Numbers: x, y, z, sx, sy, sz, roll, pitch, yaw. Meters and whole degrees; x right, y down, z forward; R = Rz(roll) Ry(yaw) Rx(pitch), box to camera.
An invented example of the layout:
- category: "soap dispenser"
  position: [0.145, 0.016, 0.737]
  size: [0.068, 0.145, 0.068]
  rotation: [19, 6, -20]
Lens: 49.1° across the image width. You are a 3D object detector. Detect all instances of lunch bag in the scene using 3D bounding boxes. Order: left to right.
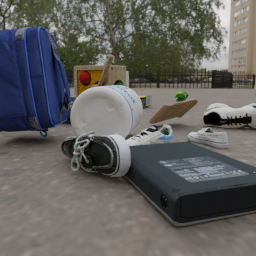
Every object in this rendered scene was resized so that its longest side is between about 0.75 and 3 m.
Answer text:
- category: "lunch bag"
  position: [-2.388, -1.068, 6.927]
  size: [1.761, 2.661, 1.808]
  rotation: [-8, 9, 2]

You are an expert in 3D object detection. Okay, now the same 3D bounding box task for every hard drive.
- category: "hard drive"
  position: [0.839, 0.633, 4.173]
  size: [1.599, 0.377, 2.292]
  rotation: [-3, 11, -19]

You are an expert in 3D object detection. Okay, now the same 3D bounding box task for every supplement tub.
- category: "supplement tub"
  position: [-0.427, -0.356, 6.922]
  size: [1.389, 1.389, 2.105]
  rotation: [2, 11, 10]

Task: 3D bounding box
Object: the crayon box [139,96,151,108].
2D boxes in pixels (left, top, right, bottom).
- category: "crayon box"
  position: [-0.032, -1.397, 15.017]
  size: [1.857, 0.627, 2.152]
  rotation: [6, 11, 29]

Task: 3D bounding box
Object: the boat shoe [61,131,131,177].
- category: "boat shoe"
  position: [-0.630, 0.388, 4.634]
  size: [0.638, 0.690, 1.868]
  rotation: [-2, 9, -30]

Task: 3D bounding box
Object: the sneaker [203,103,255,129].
- category: "sneaker"
  position: [3.399, -0.275, 8.762]
  size: [2.231, 0.822, 0.893]
  rotation: [3, 25, 40]

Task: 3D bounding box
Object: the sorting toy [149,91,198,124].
- category: "sorting toy"
  position: [1.554, -0.709, 8.888]
  size: [1.313, 0.261, 1.777]
  rotation: [-11, -21, -28]

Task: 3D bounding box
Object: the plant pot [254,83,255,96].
- category: "plant pot"
  position: [5.645, -1.124, 9.080]
  size: [2.637, 2.637, 2.414]
  rotation: [-9, 2, -43]

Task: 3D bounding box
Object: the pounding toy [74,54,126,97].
- category: "pounding toy"
  position: [-1.250, -2.009, 13.032]
  size: [2.733, 2.516, 1.943]
  rotation: [7, 12, 34]

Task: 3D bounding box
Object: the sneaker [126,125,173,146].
- category: "sneaker"
  position: [0.344, 0.248, 5.876]
  size: [1.588, 0.576, 0.571]
  rotation: [-11, 16, -42]

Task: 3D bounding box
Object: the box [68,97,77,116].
- category: "box"
  position: [-1.868, -0.829, 10.840]
  size: [2.209, 0.715, 2.801]
  rotation: [7, 6, 32]

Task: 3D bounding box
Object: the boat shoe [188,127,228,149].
- category: "boat shoe"
  position: [1.925, 0.177, 6.728]
  size: [0.439, 0.399, 1.195]
  rotation: [-7, 12, -33]

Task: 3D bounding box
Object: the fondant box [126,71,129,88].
- category: "fondant box"
  position: [-0.370, -2.951, 19.851]
  size: [0.817, 2.023, 2.804]
  rotation: [-2, 10, -1]
